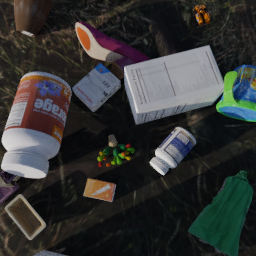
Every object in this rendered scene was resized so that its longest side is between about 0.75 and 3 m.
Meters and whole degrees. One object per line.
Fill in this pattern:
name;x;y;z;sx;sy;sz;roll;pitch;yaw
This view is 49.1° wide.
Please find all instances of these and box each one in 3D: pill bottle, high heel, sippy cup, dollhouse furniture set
pill bottle;-2.788;-0.078;8.560;1.663;1.663;2.965;5;64;1
high heel;-0.622;-3.000;10.258;1.420;0.996;2.954;-33;75;-32
pill bottle;1.433;0.764;9.106;0.839;0.839;1.513;41;78;10
sippy cup;3.841;-1.154;9.082;1.616;2.057;1.508;14;83;14
dollhouse furniture set;-3.194;1.984;8.361;1.841;1.649;2.323;-42;79;-10

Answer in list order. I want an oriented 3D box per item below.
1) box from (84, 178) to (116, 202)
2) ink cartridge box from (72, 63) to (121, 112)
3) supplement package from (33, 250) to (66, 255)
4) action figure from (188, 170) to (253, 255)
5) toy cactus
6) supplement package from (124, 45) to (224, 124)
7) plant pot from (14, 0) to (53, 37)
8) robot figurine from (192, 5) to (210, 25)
box;-0.889;1.991;8.986;0.907;0.442;0.564;11;75;3
ink cartridge box;-1.088;-1.408;9.814;1.385;0.584;1.011;-44;79;-10
supplement package;-1.764;4.525;7.297;2.301;2.407;1.770;13;75;3
action figure;3.142;2.460;8.723;1.574;0.729;2.665;31;70;9
toy cactus;-0.460;0.711;9.309;1.273;0.651;1.051;-20;66;4
supplement package;1.422;-1.373;9.299;2.835;1.553;1.613;-14;76;-4
plant pot;-3.587;-4.157;10.290;1.344;1.344;1.438;11;90;3
robot figurine;2.844;-4.388;10.787;0.613;0.246;0.846;-13;75;-5
